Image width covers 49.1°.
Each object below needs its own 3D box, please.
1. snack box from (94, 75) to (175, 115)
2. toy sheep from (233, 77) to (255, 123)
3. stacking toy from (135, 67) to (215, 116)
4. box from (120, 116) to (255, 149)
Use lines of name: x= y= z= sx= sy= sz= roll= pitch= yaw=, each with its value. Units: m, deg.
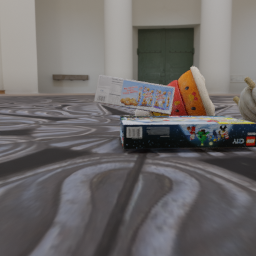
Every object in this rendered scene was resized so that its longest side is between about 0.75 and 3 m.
snack box: x=0.142 y=-0.722 z=6.117 sx=1.679 sy=0.603 sz=0.204 roll=10 pitch=-2 yaw=3
toy sheep: x=3.631 y=-0.724 z=7.460 sx=1.407 sy=1.407 sz=2.041 roll=1 pitch=-25 yaw=6
stacking toy: x=1.272 y=-0.664 z=8.234 sx=2.240 sy=1.636 sz=1.636 roll=-20 pitch=3 yaw=16
box: x=1.093 y=0.042 z=5.821 sx=2.491 sy=0.469 sz=1.701 roll=0 pitch=7 yaw=-3
